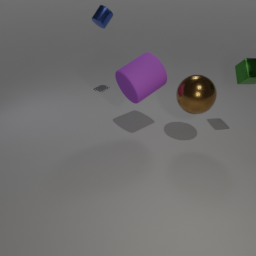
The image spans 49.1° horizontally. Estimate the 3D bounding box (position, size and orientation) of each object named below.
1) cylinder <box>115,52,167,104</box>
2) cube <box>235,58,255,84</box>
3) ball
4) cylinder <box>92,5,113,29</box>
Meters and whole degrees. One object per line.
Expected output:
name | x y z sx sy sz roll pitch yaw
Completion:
cylinder | 0.482 -1.845 10.353 1.400 1.400 1.400 -36 41 -15
cube | 4.248 -1.957 9.722 0.700 0.700 0.700 -2 -10 -11
ball | 2.420 -1.184 9.946 1.400 1.400 1.400 0 30 0
cylinder | -1.108 -4.815 12.144 0.700 0.700 0.700 33 0 0
